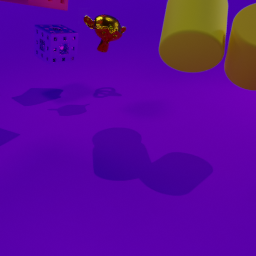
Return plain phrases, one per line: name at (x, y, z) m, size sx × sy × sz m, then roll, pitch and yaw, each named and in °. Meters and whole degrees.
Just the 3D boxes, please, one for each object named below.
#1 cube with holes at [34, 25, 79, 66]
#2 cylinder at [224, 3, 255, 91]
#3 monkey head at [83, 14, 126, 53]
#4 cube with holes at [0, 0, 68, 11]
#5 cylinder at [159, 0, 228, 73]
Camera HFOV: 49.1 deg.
cube with holes at (-2.226, -2.586, 8.658) m, size 0.946 × 0.946 × 0.946 m, roll -19°, pitch 42°, yaw -41°
cylinder at (2.298, -1.382, 4.854) m, size 1.079 × 1.079 × 1.079 m, roll -5°, pitch 61°, yaw 8°
monkey head at (-0.617, -2.600, 7.657) m, size 1.262 × 0.908 × 0.760 m, roll 6°, pitch 46°, yaw -25°
cube with holes at (-1.968, -3.044, 5.532) m, size 1.140 × 1.140 × 1.140 m, roll 17°, pitch 22°, yaw 21°
cylinder at (1.218, -1.817, 5.188) m, size 1.146 × 1.146 × 1.146 m, roll 7°, pitch 67°, yaw 12°
